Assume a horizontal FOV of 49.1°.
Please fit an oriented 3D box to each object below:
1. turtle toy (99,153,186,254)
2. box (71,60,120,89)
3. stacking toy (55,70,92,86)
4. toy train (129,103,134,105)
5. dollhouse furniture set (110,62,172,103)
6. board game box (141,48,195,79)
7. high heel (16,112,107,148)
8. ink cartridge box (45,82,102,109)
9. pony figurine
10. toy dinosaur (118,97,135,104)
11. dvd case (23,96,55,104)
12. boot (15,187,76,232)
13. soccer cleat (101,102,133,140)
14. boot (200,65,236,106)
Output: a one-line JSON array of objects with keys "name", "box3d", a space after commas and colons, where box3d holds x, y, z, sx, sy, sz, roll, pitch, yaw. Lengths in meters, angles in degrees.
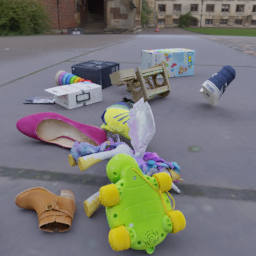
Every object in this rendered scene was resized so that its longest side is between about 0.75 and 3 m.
[{"name": "turtle toy", "box3d": [0.099, 1.149, 4.474, 1.195, 0.829, 1.640, -9, 68, -19]}, {"name": "box", "box3d": [-1.569, -2.671, 13.845, 1.725, 1.030, 1.754, 12, 25, 26]}, {"name": "stacking toy", "box3d": [-2.440, -2.124, 13.065, 1.870, 0.798, 0.798, 17, 27, 23]}, {"name": "toy train", "box3d": [0.010, -0.493, 9.424, 0.627, 0.469, 1.101, -15, 25, -11]}, {"name": "dollhouse furniture set", "box3d": [0.078, -1.547, 11.507, 2.498, 1.389, 2.209, -21, 6, -39]}, {"name": "board game box", "box3d": [2.228, -3.670, 15.775, 2.688, 1.410, 1.385, -9, 24, -21]}, {"name": "high heel", "box3d": [-1.793, 0.171, 7.282, 2.542, 0.856, 1.219, 13, 12, -2]}, {"name": "ink cartridge box", "box3d": [-2.117, -1.273, 10.968, 1.940, 0.658, 1.125, -19, 29, -38]}, {"name": "pony figurine", "box3d": [-0.064, 0.611, 5.675, 2.076, 1.729, 2.004, -9, 56, -28]}, {"name": "toy dinosaur", "box3d": [0.076, -0.897, 10.362, 1.054, 0.539, 0.716, -13, -2, 28]}, {"name": "dvd case", "box3d": [-3.502, -1.137, 11.386, 1.220, 0.097, 0.907, 1, 22, 2]}, {"name": "boot", "box3d": [-1.468, 1.427, 4.838, 1.110, 0.409, 0.859, -5, 27, -4]}, {"name": "soccer cleat", "box3d": [-0.122, -0.069, 7.390, 1.116, 0.863, 2.668, -23, 18, -6]}, {"name": "boot", "box3d": [3.202, -1.460, 9.862, 0.842, 1.046, 2.316, 48, 8, 8]}]
